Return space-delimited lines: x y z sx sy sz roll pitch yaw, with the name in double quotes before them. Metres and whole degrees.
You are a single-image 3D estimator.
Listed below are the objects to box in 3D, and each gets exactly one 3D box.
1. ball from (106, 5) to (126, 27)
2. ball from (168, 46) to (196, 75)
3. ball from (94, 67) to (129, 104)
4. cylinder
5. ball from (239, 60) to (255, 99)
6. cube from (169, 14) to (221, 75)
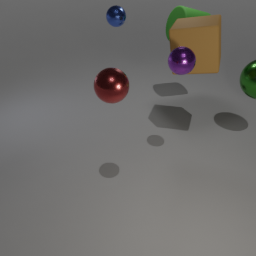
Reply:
"ball" -0.412 -3.878 9.728 0.700 0.700 0.700 0 32 0
"ball" 1.351 -1.685 7.029 0.700 0.700 0.700 0 32 0
"ball" -0.321 -0.827 5.480 0.700 0.700 0.700 0 32 0
"cylinder" 2.478 -4.071 11.341 1.400 1.400 1.400 1 29 -26
"ball" 4.587 -1.674 9.629 1.400 1.400 1.400 0 32 0
"cube" 2.139 -2.594 8.730 1.400 1.400 1.400 2 34 20
